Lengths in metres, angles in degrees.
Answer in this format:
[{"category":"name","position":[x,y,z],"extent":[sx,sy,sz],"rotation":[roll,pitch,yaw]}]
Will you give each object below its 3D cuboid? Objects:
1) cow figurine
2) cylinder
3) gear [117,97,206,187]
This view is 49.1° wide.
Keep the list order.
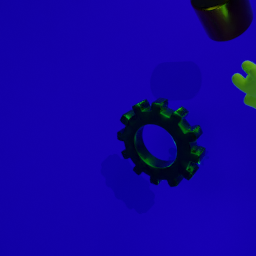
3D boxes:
[{"category":"cow figurine","position":[2.813,-0.824,5.798],"extent":[1.294,1.315,0.722],"rotation":[40,83,-8]},{"category":"cylinder","position":[2.264,-2.914,6.731],"extent":[1.192,1.192,1.192],"rotation":[-17,58,29]},{"category":"gear","position":[0.691,0.348,6.330],"extent":[2.030,0.375,2.030],"rotation":[16,121,30]}]
